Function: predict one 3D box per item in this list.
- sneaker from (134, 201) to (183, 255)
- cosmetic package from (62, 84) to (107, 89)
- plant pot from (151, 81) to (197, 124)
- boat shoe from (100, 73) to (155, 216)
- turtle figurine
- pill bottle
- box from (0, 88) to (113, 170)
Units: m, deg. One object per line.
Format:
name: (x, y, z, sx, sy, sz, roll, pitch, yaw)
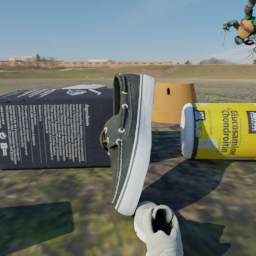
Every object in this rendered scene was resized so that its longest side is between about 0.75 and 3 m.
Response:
sneaker: (0.357, 1.058, 3.145, 0.485, 0.589, 1.281, -1, 12, -8)
cosmetic package: (-1.925, -1.414, 13.117, 1.441, 1.217, 2.698, 3, 10, 11)
plant pot: (1.760, -1.046, 10.756, 2.041, 1.428, 2.041, -1, 12, 0)
boat shoe: (-0.053, 0.095, 4.468, 0.736, 0.893, 2.601, 12, 50, -4)
turtle figurine: (4.240, -3.587, 10.084, 1.648, 2.201, 1.108, 28, 56, 10)
pill bottle: (2.311, 0.071, 6.120, 2.200, 1.232, 1.232, 0, 12, 4)
box: (-1.287, -0.105, 6.361, 2.792, 1.456, 2.066, -1, 12, -3)
